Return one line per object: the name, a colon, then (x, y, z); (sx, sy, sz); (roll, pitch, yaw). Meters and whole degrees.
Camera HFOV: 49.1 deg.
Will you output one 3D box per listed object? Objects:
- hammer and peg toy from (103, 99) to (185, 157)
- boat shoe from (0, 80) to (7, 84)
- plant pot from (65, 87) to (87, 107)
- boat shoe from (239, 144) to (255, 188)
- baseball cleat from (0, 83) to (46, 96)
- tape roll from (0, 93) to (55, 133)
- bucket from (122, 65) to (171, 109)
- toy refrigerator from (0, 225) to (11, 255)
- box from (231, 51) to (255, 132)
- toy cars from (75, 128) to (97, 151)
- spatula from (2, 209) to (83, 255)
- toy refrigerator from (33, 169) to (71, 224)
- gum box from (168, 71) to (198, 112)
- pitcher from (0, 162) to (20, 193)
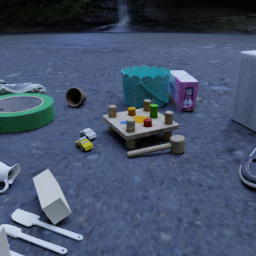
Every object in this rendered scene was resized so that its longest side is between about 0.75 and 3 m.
hammer and peg toy: (0.517, -0.062, 8.951); (2.006, 0.962, 2.728); (-11, 26, -24)
boat shoe: (-6.512, -1.837, 13.511); (0.529, 0.632, 1.769); (12, 32, 25)
plant pot: (-2.197, -1.340, 12.271); (0.851, 0.851, 0.742); (9, 6, 19)
boat shoe: (3.566, 0.722, 7.381); (0.903, 0.780, 2.486); (15, 28, 30)
baseball cleat: (-5.211, -1.517, 12.556); (2.877, 1.003, 1.531); (-5, 16, -37)
tape roll: (-4.227, -0.640, 10.674); (2.754, 0.662, 2.754); (0, 24, 0)
bucket: (0.793, -1.834, 12.394); (2.279, 1.483, 2.279); (0, 24, 0)
toy refrigerator: (-3.068, 2.046, 4.276); (2.216, 0.841, 0.775); (1, 24, 1)
box: (5.372, -1.383, 9.919); (2.616, 2.602, 1.709); (-8, 25, -18)
toy cars: (-1.348, 0.290, 8.885); (0.626, 0.309, 1.397); (-6, 24, 4)
spatula: (-1.793, 2.078, 5.145); (1.679, 0.135, 1.168); (12, 22, 21)
toy refrigerator: (-1.655, 1.425, 5.949); (0.446, 0.483, 1.273); (-32, 30, -14)
gum box: (2.352, -1.646, 12.204); (0.738, 1.267, 2.232); (-2, 24, -5)
pitcher: (-3.191, 1.167, 6.759); (0.898, 0.544, 0.770); (7, 51, 11)
